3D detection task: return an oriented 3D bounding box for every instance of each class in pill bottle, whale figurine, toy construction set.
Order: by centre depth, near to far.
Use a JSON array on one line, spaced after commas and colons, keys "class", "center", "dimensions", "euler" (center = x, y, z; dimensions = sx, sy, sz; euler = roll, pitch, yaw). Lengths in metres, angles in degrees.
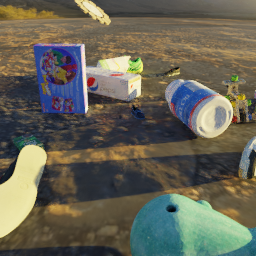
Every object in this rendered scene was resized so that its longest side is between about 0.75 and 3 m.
[{"class": "whale figurine", "center": [1.194, 1.733, 4.445], "dimensions": [2.393, 1.242, 1.904], "euler": [-3, 28, 18]}, {"class": "pill bottle", "center": [2.252, -0.805, 9.601], "dimensions": [1.422, 1.422, 2.534], "euler": [-8, 26, -15]}, {"class": "toy construction set", "center": [4.121, -1.063, 10.058], "dimensions": [1.905, 1.464, 1.589], "euler": [10, 28, 17]}]

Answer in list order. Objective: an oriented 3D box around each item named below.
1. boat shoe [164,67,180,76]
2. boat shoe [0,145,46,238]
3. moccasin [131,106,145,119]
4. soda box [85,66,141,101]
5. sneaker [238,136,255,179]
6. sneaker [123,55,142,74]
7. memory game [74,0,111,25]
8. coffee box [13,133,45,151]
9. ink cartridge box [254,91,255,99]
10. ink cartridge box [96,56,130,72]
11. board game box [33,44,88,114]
[{"class": "boat shoe", "center": [2.408, -3.094, 15.347], "dimensions": [1.141, 0.357, 0.417], "euler": [-22, 34, -34]}, {"class": "boat shoe", "center": [-2.451, 1.392, 6.092], "dimensions": [0.846, 0.724, 2.311], "euler": [30, 36, -16]}, {"class": "moccasin", "center": [0.330, -0.579, 10.396], "dimensions": [0.341, 0.289, 0.847], "euler": [-16, 31, -28]}, {"class": "soda box", "center": [-0.922, -2.052, 12.595], "dimensions": [2.973, 0.946, 1.012], "euler": [17, 31, 29]}, {"class": "sneaker", "center": [3.788, 0.695, 7.155], "dimensions": [2.480, 0.938, 1.087], "euler": [-23, 35, -36]}, {"class": "sneaker", "center": [-0.381, -3.459, 15.330], "dimensions": [2.388, 0.998, 0.885], "euler": [-9, 29, -15]}, {"class": "memory game", "center": [-1.045, -3.424, 8.125], "dimensions": [1.281, 0.082, 1.281], "euler": [30, 30, -19]}, {"class": "coffee box", "center": [-2.968, 0.487, 8.360], "dimensions": [0.594, 0.213, 0.967], "euler": [-20, 33, -34]}, {"class": "ink cartridge box", "center": [6.166, -1.032, 11.141], "dimensions": [1.276, 0.449, 2.139], "euler": [-3, 24, -5]}, {"class": "ink cartridge box", "center": [-0.692, -2.946, 14.093], "dimensions": [1.878, 1.100, 0.632], "euler": [-19, 72, -31]}, {"class": "board game box", "center": [-2.414, -1.786, 10.325], "dimensions": [1.681, 2.500, 0.560], "euler": [1, 25, 1]}]
